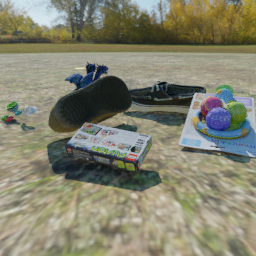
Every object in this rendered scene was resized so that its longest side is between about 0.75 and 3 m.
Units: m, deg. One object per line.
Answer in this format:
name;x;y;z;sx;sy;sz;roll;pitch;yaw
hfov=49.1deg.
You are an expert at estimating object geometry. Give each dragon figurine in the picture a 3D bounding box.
dragon figurine;-1.471;-1.342;8.988;0.798;1.347;2.710;5;23;26

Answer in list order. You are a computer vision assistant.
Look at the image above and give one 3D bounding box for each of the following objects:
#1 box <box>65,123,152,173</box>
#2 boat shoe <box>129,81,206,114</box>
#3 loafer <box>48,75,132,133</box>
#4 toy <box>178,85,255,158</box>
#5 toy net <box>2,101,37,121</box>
box;-0.348;0.319;5.103;1.401;0.243;0.771;12;40;21
boat shoe;1.068;-1.056;8.672;2.638;0.840;0.933;4;42;11
loafer;-0.921;-0.611;7.030;0.946;1.067;2.806;-19;3;38
toy;2.204;-0.413;6.577;1.562;0.641;2.714;8;30;17
toy net;-3.024;-0.471;7.731;1.244;0.240;0.653;3;41;37
